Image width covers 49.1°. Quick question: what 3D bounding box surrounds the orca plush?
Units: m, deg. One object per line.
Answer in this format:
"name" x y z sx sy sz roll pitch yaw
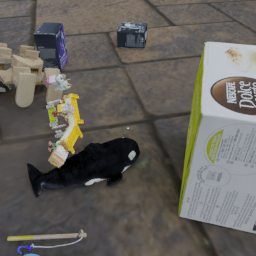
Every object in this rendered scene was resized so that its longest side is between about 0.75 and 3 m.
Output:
"orca plush" -0.913 0.586 6.139 2.543 0.904 1.338 -7 41 -8

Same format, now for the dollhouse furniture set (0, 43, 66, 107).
"dollhouse furniture set" -3.666 -1.291 8.301 2.688 1.749 2.469 -6 36 -41

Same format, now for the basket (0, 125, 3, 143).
"basket" -3.566 -0.182 6.729 0.900 1.324 1.193 9 42 11

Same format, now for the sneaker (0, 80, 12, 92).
"sneaker" -4.380 -1.236 8.690 1.538 0.582 0.674 8 57 13

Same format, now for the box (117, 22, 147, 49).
"box" 0.185 -3.814 11.529 1.122 0.708 1.142 4 40 7

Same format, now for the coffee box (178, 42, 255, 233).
"coffee box" 2.454 0.162 5.332 2.549 2.578 2.574 9 41 10

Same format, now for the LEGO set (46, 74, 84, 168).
"LEGO set" -1.637 -0.061 6.484 0.831 1.027 2.232 -12 65 17

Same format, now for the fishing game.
"fishing game" -1.487 2.744 4.006 1.975 0.429 2.759 -5 33 -6

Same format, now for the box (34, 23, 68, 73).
"box" -2.643 -2.798 9.754 0.737 1.413 1.045 3 40 3
